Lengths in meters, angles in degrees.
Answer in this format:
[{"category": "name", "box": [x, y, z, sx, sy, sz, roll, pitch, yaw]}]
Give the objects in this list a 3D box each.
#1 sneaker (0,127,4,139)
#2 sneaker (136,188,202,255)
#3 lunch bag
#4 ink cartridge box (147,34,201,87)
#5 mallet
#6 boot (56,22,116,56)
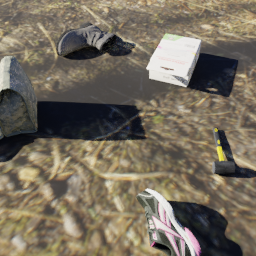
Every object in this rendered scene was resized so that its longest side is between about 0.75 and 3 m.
[{"category": "sneaker", "box": [-4.772, -0.225, 10.026, 0.493, 0.589, 1.330, -24, 49, -19]}, {"category": "sneaker", "box": [0.828, 2.559, 7.204, 0.956, 0.889, 2.214, -27, 51, -22]}, {"category": "lunch bag", "box": [-3.987, -1.123, 9.722, 1.320, 2.245, 1.842, -9, 48, -9]}, {"category": "ink cartridge box", "box": [2.002, -2.842, 12.190, 1.744, 1.002, 2.977, 16, 49, 15]}, {"category": "mallet", "box": [2.953, 0.715, 9.331, 0.677, 0.423, 2.056, -5, 42, 1]}, {"category": "boot", "box": [-1.947, -4.140, 13.503, 1.861, 0.986, 2.827, 30, 57, 19]}]
